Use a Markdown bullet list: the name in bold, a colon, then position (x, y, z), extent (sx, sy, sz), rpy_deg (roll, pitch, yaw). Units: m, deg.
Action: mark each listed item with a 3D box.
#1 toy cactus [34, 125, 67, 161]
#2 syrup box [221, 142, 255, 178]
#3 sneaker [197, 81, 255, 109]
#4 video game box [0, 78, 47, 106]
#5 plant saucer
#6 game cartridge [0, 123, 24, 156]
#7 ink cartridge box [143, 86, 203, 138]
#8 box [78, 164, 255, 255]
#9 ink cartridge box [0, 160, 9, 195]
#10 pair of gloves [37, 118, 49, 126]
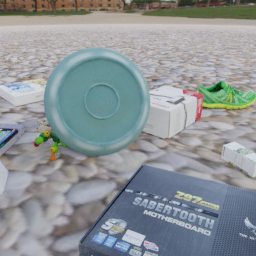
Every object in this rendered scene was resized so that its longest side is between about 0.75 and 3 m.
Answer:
- **toy cactus**: position (-1.632, 0.239, 6.244), extent (0.993, 0.615, 1.203), rpy_deg (25, 26, 35)
- **syrup box**: position (2.333, 0.624, 5.696), extent (0.331, 0.343, 0.841), rpy_deg (-12, 27, -25)
- **sneaker**: position (3.143, -1.067, 8.874), extent (1.965, 0.821, 0.728), rpy_deg (-1, 23, -5)
- **video game box**: position (-3.483, -1.314, 9.956), extent (1.740, 0.407, 1.585), rpy_deg (-20, 34, -38)
- **plant saucer**: position (-0.570, -0.555, 5.899), extent (2.321, 2.321, 0.318), rpy_deg (-7, 4, -15)
- **game cartridge**: position (-3.314, 0.347, 6.370), extent (1.222, 0.362, 1.885), rpy_deg (-1, 24, 8)
- **ink cartridge box**: position (1.043, -0.515, 7.695), extent (1.353, 0.764, 1.844), rpy_deg (19, 30, 34)
- **box**: position (0.924, 1.407, 3.594), extent (2.461, 0.628, 1.940), rpy_deg (12, 26, 23)
- **ink cartridge box**: position (-2.783, 0.744, 4.301), extent (1.460, 0.996, 0.557), rpy_deg (-20, 32, 0)
- **pair of gloves**: position (-1.700, -0.157, 7.600), extent (1.274, 0.223, 1.083), rpy_deg (17, 33, 37)
